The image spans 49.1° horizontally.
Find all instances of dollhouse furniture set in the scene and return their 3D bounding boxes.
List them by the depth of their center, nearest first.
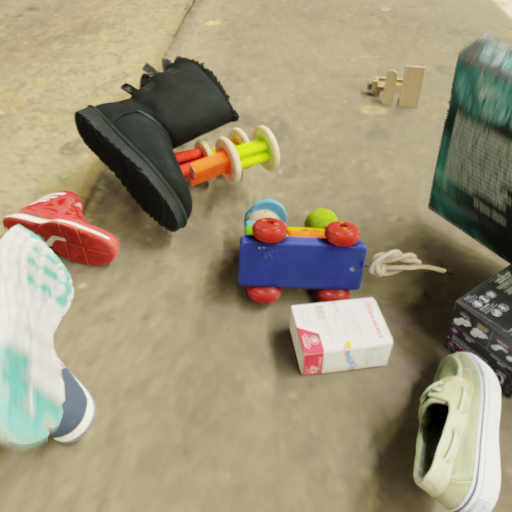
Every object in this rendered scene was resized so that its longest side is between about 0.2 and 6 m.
[{"bbox_3d":[3.194,-4.063,12.673,1.074,0.920,1.129,9,41,10],"label":"dollhouse furniture set"}]

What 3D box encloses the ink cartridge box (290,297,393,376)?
[{"bbox_3d":[1.039,1.005,7.064,1.115,0.477,0.823,-4,41,-7],"label":"ink cartridge box"}]

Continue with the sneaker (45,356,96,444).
[{"bbox_3d":[-2.788,1.187,6.370,2.316,0.950,0.813,26,70,30],"label":"sneaker"}]

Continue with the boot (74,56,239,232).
[{"bbox_3d":[-1.304,-1.968,9.207,2.340,1.057,2.855,-34,68,-26],"label":"boot"}]

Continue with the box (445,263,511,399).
[{"bbox_3d":[3.318,0.776,6.927,1.620,0.929,1.071,-27,46,-24],"label":"box"}]

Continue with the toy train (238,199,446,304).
[{"bbox_3d":[1.114,-0.159,8.055,2.744,1.162,1.588,2,29,-4],"label":"toy train"}]

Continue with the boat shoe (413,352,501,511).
[{"bbox_3d":[2.039,1.634,5.765,0.667,0.774,2.149,34,31,-3],"label":"boat shoe"}]

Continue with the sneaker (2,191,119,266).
[{"bbox_3d":[-2.815,-0.578,8.719,1.998,0.783,1.154,15,44,15],"label":"sneaker"}]

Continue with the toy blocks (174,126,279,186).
[{"bbox_3d":[-0.948,-1.496,9.371,2.177,0.790,1.814,-22,18,-21],"label":"toy blocks"}]

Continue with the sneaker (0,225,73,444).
[{"bbox_3d":[-2.480,0.716,5.275,1.157,0.984,2.536,-28,39,11],"label":"sneaker"}]

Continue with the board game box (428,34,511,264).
[{"bbox_3d":[4.020,-0.505,6.670,0.592,2.845,4.206,-36,57,-18],"label":"board game box"}]
